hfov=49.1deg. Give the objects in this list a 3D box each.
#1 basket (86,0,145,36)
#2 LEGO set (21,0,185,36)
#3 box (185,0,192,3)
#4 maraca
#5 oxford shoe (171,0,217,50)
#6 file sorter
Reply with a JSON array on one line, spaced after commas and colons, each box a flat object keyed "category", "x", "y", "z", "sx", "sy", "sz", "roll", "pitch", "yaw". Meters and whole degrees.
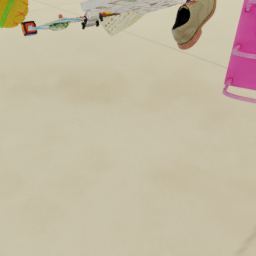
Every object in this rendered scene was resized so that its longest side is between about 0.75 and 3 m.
[{"category": "basket", "x": -0.002, "y": -3.861, "z": 8.170, "sx": 1.466, "sy": 1.334, "sz": 2.163, "roll": -42, "pitch": 12, "yaw": -34}, {"category": "LEGO set", "x": -0.653, "y": -2.233, "z": 5.149, "sx": 2.826, "sy": 0.694, "sz": 2.111, "roll": -2, "pitch": 17, "yaw": 33}, {"category": "box", "x": 1.756, "y": -3.676, "z": 8.038, "sx": 0.123, "sy": 0.759, "sz": 0.460, "roll": 26, "pitch": 78, "yaw": 4}, {"category": "maraca", "x": -3.407, "y": -3.736, "z": 8.317, "sx": 0.958, "sy": 1.791, "sz": 1.228, "roll": 26, "pitch": 41, "yaw": -26}, {"category": "oxford shoe", "x": 1.776, "y": -3.129, "z": 7.464, "sx": 0.732, "sy": 0.777, "sz": 2.079, "roll": 6, "pitch": 65, "yaw": 45}, {"category": "file sorter", "x": 2.602, "y": -1.670, "z": 4.031, "sx": 1.897, "sy": 2.730, "sz": 1.712, "roll": 15, "pitch": 23, "yaw": 19}]
